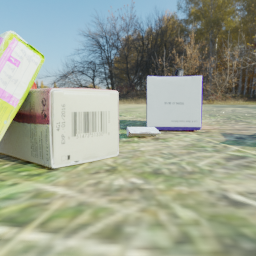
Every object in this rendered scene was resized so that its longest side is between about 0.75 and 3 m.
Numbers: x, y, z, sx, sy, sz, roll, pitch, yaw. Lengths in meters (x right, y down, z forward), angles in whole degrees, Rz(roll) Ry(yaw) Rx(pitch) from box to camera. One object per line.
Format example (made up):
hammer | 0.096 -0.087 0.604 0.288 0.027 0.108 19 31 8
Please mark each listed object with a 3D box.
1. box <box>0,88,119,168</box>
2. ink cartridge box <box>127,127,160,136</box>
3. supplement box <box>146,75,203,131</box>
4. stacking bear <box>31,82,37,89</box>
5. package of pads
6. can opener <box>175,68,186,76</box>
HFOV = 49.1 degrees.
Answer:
box | -1.168 -0.088 4.336 1.839 1.002 1.176 6 8 43
ink cartridge box | 0.343 0.127 6.425 0.686 0.213 0.852 0 11 -5
supplement box | 1.377 -0.787 8.848 1.496 1.528 2.957 1 4 6
stacking bear | -5.294 -0.981 11.365 2.834 1.721 1.611 -7 4 16
package of pads | -1.945 -0.340 3.642 1.373 1.777 0.606 6 -24 45
can opener | 2.436 -2.093 12.012 0.601 0.746 1.897 30 19 23
